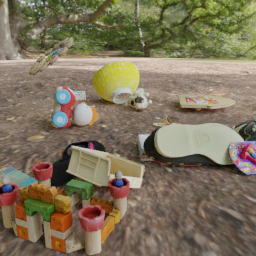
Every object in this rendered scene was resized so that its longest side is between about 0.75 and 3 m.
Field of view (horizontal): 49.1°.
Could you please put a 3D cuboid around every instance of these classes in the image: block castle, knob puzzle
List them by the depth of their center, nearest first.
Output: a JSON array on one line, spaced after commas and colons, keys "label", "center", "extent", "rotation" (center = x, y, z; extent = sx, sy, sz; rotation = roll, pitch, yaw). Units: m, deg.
[{"label": "block castle", "center": [-1.139, 1.217, 4.938], "extent": [2.089, 0.980, 1.396], "rotation": [8, 20, 22]}, {"label": "knob puzzle", "center": [3.762, -1.159, 13.369], "extent": [2.868, 0.398, 2.868], "rotation": [0, 17, 0]}]

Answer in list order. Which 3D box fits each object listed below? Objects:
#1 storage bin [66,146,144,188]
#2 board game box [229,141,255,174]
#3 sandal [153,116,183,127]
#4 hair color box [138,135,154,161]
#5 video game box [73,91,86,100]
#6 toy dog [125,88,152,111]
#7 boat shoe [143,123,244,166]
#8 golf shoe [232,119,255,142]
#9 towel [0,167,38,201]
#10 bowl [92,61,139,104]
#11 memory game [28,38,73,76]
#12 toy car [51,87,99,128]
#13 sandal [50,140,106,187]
[{"label": "storage bin", "center": [-0.454, 0.864, 5.983], "extent": [1.201, 0.567, 1.210], "rotation": [13, -4, 37]}, {"label": "board game box", "center": [3.119, 0.671, 6.969], "extent": [1.162, 0.226, 0.918], "rotation": [-1, 55, -17]}, {"label": "sandal", "center": [1.516, -0.253, 10.537], "extent": [1.179, 0.388, 0.432], "rotation": [7, 19, 22]}, {"label": "hair color box", "center": [0.625, 0.541, 8.075], "extent": [0.601, 0.368, 1.213], "rotation": [-1, 17, -2]}, {"label": "video game box", "center": [-2.959, -1.802, 15.580], "extent": [1.175, 0.302, 1.289], "rotation": [-6, 18, -10]}, {"label": "toy dog", "center": [0.497, -1.268, 13.034], "extent": [1.199, 0.863, 1.237], "rotation": [-12, 21, -8]}, {"label": "boat shoe", "center": [1.776, 0.446, 7.224], "extent": [2.849, 1.042, 0.893], "rotation": [4, -15, -22]}, {"label": "golf shoe", "center": [4.636, -0.035, 8.974], "extent": [2.586, 0.998, 1.139], "rotation": [-3, 10, -13]}, {"label": "towel", "center": [-2.684, 1.248, 6.208], "extent": [1.447, 0.157, 1.061], "rotation": [14, 21, 37]}, {"label": "bowl", "center": [-0.470, -2.041, 14.134], "extent": [2.474, 2.474, 1.331], "rotation": [-7, 62, -20]}, {"label": "memory game", "center": [-3.110, -2.895, 11.252], "extent": [2.293, 0.146, 2.293], "rotation": [-26, 34, 19]}, {"label": "toy car", "center": [-1.921, -0.686, 10.448], "extent": [1.712, 1.514, 1.578], "rotation": [7, 4, -18]}, {"label": "sandal", "center": [-1.295, 0.716, 7.215], "extent": [0.917, 0.550, 2.442], "rotation": [7, 19, 21]}]
